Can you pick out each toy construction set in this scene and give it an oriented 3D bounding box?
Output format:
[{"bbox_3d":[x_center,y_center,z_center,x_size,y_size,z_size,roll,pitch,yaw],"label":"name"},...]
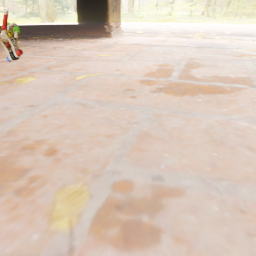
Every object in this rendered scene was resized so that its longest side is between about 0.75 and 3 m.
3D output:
[{"bbox_3d":[-2.954,-2.315,6.622,1.073,0.988,1.286,13,-29,-34],"label":"toy construction set"}]
